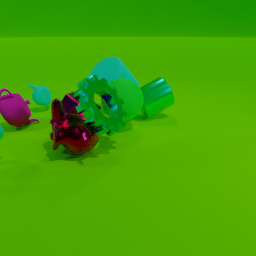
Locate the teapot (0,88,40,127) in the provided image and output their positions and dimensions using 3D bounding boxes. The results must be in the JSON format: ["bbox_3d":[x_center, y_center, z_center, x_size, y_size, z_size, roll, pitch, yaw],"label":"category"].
[{"bbox_3d":[-3.386,-0.577,8.641,0.847,1.731,1.076,-30,49,-3],"label":"teapot"}]

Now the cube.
[{"bbox_3d":[-1.488,-0.448,8.179,0.889,0.889,0.889,38,21,4],"label":"cube"}]

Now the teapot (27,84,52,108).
[{"bbox_3d":[-3.269,-1.200,10.424,0.587,1.198,0.745,-3,45,31],"label":"teapot"}]

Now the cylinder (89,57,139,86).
[{"bbox_3d":[-0.485,-1.637,10.279,1.382,1.382,1.382,17,-17,39],"label":"cylinder"}]

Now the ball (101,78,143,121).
[{"bbox_3d":[-0.172,-0.845,8.392,1.272,1.272,1.272,0,20,0],"label":"ball"}]

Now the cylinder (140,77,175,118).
[{"bbox_3d":[0.880,-1.037,9.619,1.071,1.071,1.071,-29,25,-6],"label":"cylinder"}]

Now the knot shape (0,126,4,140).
[{"bbox_3d":[-3.294,0.100,6.042,0.581,1.258,1.177,24,3,38],"label":"knot shape"}]

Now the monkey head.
[{"bbox_3d":[-1.304,-0.057,6.870,1.169,1.396,1.940,-5,6,-7],"label":"monkey head"}]

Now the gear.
[{"bbox_3d":[-0.624,-0.545,6.746,0.276,1.490,1.490,-27,4,33],"label":"gear"}]
